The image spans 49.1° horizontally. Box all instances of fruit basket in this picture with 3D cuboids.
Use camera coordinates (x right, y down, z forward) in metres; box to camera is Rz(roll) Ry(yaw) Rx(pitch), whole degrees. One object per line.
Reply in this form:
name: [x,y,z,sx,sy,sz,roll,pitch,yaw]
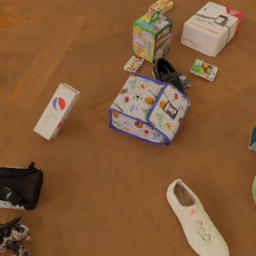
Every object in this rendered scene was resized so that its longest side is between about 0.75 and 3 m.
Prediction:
fruit basket: [3.466,-2.662,12.673,1.085,0.508,1.005,23,56,13]

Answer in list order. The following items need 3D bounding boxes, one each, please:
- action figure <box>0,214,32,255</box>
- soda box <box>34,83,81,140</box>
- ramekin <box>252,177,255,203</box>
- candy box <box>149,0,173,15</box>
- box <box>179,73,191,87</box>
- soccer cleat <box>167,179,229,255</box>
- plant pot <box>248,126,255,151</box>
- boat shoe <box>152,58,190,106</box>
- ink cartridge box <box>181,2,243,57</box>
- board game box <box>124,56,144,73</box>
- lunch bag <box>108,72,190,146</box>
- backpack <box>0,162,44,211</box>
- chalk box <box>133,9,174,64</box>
action figure: [-3.200,3.288,7.662,2.400,1.225,1.426,38,70,23]
soda box: [-2.562,-0.605,10.160,0.683,0.639,2.007,33,99,0]
ramekin: [5.145,1.948,8.670,2.449,1.196,2.449,0,52,0]
candy box: [1.884,-6.903,16.013,0.759,0.364,1.314,35,60,24]
box: [2.375,-2.082,12.439,0.555,0.148,0.916,-10,52,-7]
soccer cleat: [1.977,2.709,8.203,0.912,1.021,2.633,-23,56,-17]
plant pot: [5.142,0.354,10.082,1.038,1.019,1.017,25,56,3]
boat shoe: [1.776,-1.894,11.837,1.041,0.869,2.790,-14,57,-11]
ink cartridge box: [4.204,-5.006,14.068,1.949,1.119,2.683,31,59,22]
board game box: [0.284,-2.974,13.116,0.592,0.162,0.937,21,55,17]
lunch bag: [0.829,-0.680,10.472,2.517,1.559,2.140,24,62,12]
backpack: [-3.677,1.892,8.752,1.790,1.133,1.493,5,49,0]
chalk box: [1.123,-4.402,12.920,1.365,2.205,1.372,35,60,24]
